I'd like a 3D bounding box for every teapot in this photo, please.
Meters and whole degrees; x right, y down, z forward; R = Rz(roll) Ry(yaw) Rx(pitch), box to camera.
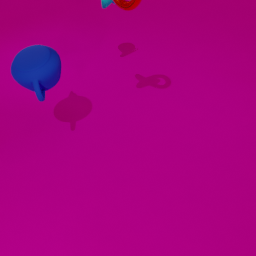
[{"bbox_3d":[-2.015,-1.327,6.360,1.116,0.879,1.795,-14,55,0],"label":"teapot"}]

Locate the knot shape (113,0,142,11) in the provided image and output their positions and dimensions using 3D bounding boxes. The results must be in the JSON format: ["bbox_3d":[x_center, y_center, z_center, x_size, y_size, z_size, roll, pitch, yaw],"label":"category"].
[{"bbox_3d":[0.152,-2.889,5.731,1.215,0.600,1.299,3,1,-3],"label":"knot shape"}]

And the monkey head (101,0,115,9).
[{"bbox_3d":[-0.621,-4.009,8.226,0.803,1.333,0.959,39,73,15],"label":"monkey head"}]
